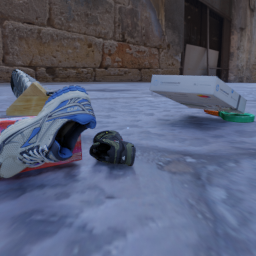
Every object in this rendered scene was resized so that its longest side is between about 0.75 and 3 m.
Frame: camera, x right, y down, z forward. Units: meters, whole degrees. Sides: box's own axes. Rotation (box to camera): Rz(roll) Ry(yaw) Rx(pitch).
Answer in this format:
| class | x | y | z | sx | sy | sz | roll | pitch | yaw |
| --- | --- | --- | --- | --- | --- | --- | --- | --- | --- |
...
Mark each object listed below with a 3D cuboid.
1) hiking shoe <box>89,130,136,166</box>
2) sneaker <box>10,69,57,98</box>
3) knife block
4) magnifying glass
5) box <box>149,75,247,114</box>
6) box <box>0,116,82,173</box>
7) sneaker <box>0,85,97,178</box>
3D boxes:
| class | x | y | z | sx | sy | sz | roll | pitch | yaw |
| --- | --- | --- | --- | --- | --- | --- | --- | --- | --- |
| hiking shoe | -0.392 | 0.287 | 4.709 | 0.622 | 0.468 | 1.235 | 6 | 7 | -32 |
| sneaker | -3.452 | -1.393 | 11.077 | 1.531 | 0.995 | 2.651 | -6 | 41 | -50 |
| knife block | -2.715 | -0.622 | 9.040 | 1.817 | 1.595 | 0.581 | -44 | 11 | 4 |
| magnifying glass | 3.306 | -0.476 | 9.464 | 0.900 | 0.253 | 2.260 | -5 | 11 | -17 |
| box | 2.182 | -0.993 | 8.499 | 2.004 | 0.529 | 2.570 | 11 | -1 | 40 |
| box | -1.597 | 0.222 | 4.306 | 1.608 | 0.768 | 0.802 | -8 | 8 | -39 |
| sneaker | -1.035 | 0.176 | 3.422 | 0.668 | 1.568 | 0.604 | 55 | 11 | 30 |
